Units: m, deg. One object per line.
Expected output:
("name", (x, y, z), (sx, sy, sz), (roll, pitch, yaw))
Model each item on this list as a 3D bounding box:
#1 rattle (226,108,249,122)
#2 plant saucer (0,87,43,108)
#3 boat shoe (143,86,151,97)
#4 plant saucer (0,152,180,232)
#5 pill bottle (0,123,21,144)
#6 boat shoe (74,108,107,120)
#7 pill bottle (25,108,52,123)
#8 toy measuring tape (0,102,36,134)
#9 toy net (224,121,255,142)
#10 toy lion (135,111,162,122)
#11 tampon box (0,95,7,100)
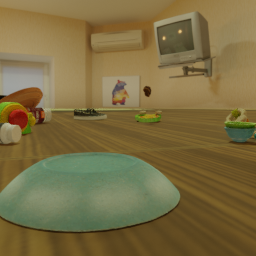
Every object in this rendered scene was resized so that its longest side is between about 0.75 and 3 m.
("rattle", (4.068, -0.113, 9.950), (0.820, 0.900, 1.260), (-31, 20, 6))
("plant saucer", (-4.654, -0.883, 11.783), (2.409, 0.389, 2.409), (-34, -3, -2))
("boat shoe", (0.841, -1.632, 11.998), (0.317, 0.317, 0.901), (22, -11, 9))
("plant saucer", (-0.351, 0.461, 2.641), (1.669, 0.321, 1.669), (0, 6, 0))
("pill bottle", (-2.696, 0.109, 5.926), (0.761, 0.441, 0.441), (2, 5, 10))
("boat shoe", (-2.004, -0.736, 14.600), (1.921, 0.611, 0.679), (2, 5, 20))
("pill bottle", (-3.967, -0.546, 12.086), (1.182, 0.675, 0.675), (-6, 7, -42))
("toy measuring tape", (-3.461, -0.228, 7.229), (0.955, 0.955, 2.596), (3, 6, 31))
("toy net", (3.224, 0.063, 6.497), (2.239, 0.432, 1.174), (-4, 6, -42))
("toy lion", (0.916, -0.478, 13.167), (1.395, 0.479, 1.337), (3, 14, 34))
("tampon box", (-6.619, -0.907, 12.949), (1.947, 1.229, 1.460), (3, 6, 33))
